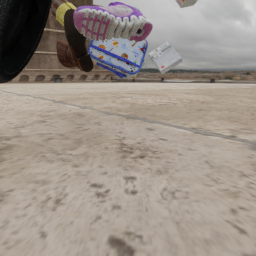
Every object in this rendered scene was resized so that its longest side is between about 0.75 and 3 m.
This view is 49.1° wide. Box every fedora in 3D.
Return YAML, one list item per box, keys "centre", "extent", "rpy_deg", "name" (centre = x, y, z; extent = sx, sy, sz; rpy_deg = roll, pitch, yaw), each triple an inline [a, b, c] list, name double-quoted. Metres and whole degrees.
- centre: [-2.695, -2.469, 5.921]
  extent: [1.326, 2.905, 2.905]
  rpy_deg: [24, 10, -5]
  name: "fedora"

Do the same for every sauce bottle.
- centre: [-2.174, -4.067, 10.017]
  extent: [0.808, 0.808, 2.498]
  rpy_deg: [-13, 53, -49]
  name: "sauce bottle"

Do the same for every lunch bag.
- centre: [-0.345, -2.811, 10.367]
  extent: [2.147, 1.720, 0.811]
  rpy_deg: [22, -16, -7]
  name: "lunch bag"

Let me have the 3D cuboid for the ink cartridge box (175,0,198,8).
- centre: [1.862, -4.203, 8.447]
  extent: [0.645, 0.648, 0.891]
  rpy_deg: [-25, -11, -30]
  name: "ink cartridge box"

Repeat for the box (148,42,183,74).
- centre: [1.579, -3.002, 11.928]
  extent: [1.008, 0.266, 1.293]
  rpy_deg: [-31, 51, 6]
  name: "box"

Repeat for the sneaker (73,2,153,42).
- centre: [-0.428, -2.880, 7.344]
  extent: [2.152, 0.951, 0.865]
  rpy_deg: [-4, -26, -29]
  name: "sneaker"

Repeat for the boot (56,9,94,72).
- centre: [-1.849, -2.657, 8.631]
  extent: [0.635, 1.844, 1.978]
  rpy_deg: [-23, 29, -23]
  name: "boot"
